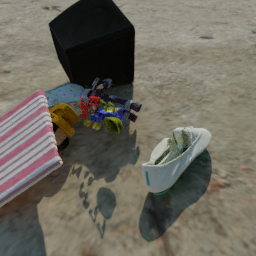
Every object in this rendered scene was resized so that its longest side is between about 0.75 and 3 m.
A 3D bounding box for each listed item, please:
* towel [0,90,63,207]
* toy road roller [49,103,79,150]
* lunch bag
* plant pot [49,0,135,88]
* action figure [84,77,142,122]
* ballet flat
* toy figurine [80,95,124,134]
[{"bbox_3d":[-2.756,0.467,7.090,2.171,0.444,2.967,-35,46,6],"label":"towel"},{"bbox_3d":[-2.098,-0.187,7.929,1.521,0.935,1.111,26,72,37],"label":"toy road roller"},{"bbox_3d":[-1.919,-0.825,9.062,1.402,0.855,1.194,-17,37,-14],"label":"lunch bag"},{"bbox_3d":[-1.344,-2.920,10.127,2.298,2.584,2.590,-25,60,-15],"label":"plant pot"},{"bbox_3d":[-0.542,-0.787,8.508,1.871,1.217,0.649,25,27,4],"label":"action figure"},{"bbox_3d":[1.313,0.529,7.235,0.974,0.974,2.806,26,46,28],"label":"ballet flat"},{"bbox_3d":[-0.464,-0.496,7.819,1.060,0.933,1.769,-18,23,-38],"label":"toy figurine"}]
